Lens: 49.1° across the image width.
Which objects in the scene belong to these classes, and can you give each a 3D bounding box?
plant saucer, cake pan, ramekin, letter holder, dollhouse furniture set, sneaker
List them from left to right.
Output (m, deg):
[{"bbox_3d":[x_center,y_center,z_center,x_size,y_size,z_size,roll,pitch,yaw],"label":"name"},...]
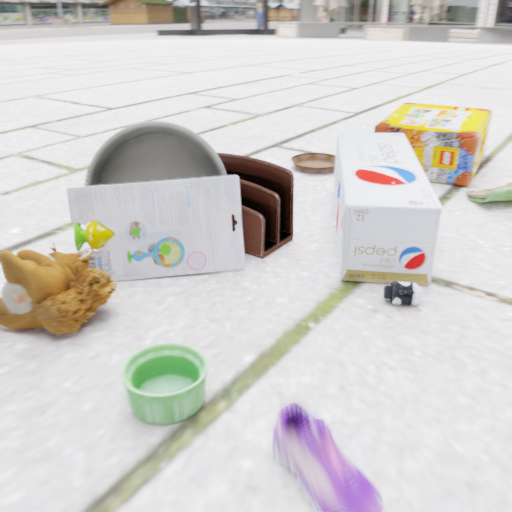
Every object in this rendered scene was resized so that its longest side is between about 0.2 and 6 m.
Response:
[{"bbox_3d":[-1.657,-1.043,9.518,2.404,2.404,0.441,-2,7,-4],"label":"cake pan"},{"bbox_3d":[-1.030,1.465,6.406,0.977,0.477,0.977,0,26,0],"label":"ramekin"},{"bbox_3d":[-0.413,-1.028,10.345,2.049,1.456,1.030,18,32,31],"label":"letter holder"},{"bbox_3d":[1.552,-2.378,14.451,1.326,0.243,1.326,0,27,0],"label":"plant saucer"},{"bbox_3d":[0.615,1.913,5.336,0.570,0.627,1.418,-16,31,-32],"label":"sneaker"},{"bbox_3d":[5.457,-0.993,11.537,1.163,0.899,2.327,-12,9,-8],"label":"dollhouse furniture set"}]

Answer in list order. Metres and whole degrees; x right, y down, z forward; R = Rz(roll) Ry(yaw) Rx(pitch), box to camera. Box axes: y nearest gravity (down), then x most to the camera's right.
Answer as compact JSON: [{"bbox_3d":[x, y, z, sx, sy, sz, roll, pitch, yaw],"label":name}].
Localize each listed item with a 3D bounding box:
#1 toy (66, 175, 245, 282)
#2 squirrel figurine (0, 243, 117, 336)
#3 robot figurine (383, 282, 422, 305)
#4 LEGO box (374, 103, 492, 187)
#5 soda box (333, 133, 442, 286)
[{"bbox_3d":[-1.606,-0.463,9.223,2.699,1.554,0.637,-6,12,-12],"label":"toy"},{"bbox_3d":[-2.796,0.459,8.111,1.558,1.103,1.454,23,21,13],"label":"squirrel figurine"},{"bbox_3d":[2.201,0.556,8.391,0.558,0.348,0.420,4,33,7],"label":"robot figurine"},{"bbox_3d":[4.612,-3.008,14.561,2.412,1.250,3.239,13,29,24],"label":"LEGO box"},{"bbox_3d":[2.267,-1.107,10.567,1.500,1.402,4.405,3,26,5],"label":"soda box"}]
